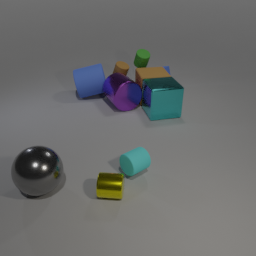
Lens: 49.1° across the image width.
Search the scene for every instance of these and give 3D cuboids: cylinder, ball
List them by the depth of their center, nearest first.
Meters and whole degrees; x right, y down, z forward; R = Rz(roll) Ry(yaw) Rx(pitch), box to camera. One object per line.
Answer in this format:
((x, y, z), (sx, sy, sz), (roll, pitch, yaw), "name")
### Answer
((-0.480, 1.604, 7.829), (0.700, 0.700, 0.700), (3, 30, 5), "cylinder")
((-2.528, 1.190, 7.859), (1.400, 1.400, 1.400), (0, 30, 0), "ball")
((0.214, 1.009, 8.517), (0.700, 0.700, 0.700), (-22, 36, -35), "cylinder")
((-0.269, -1.670, 12.833), (1.400, 1.400, 1.400), (-13, 33, -21), "cylinder")
((-1.812, -2.305, 13.682), (1.400, 1.400, 1.400), (-14, 31, 0), "cylinder")
((0.690, -3.433, 13.913), (0.700, 0.700, 0.700), (7, 54, -10), "cylinder")
((-0.361, -2.869, 14.035), (0.700, 0.700, 0.700), (14, 41, -12), "cylinder")

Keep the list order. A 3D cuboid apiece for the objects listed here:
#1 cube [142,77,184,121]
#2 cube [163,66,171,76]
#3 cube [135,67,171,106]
((1.472, -1.305, 12.197), (1.400, 1.400, 1.400), (-7, 31, -11), "cube")
((1.888, -3.048, 15.758), (0.700, 0.700, 0.700), (-26, 21, -37), "cube")
((1.155, -2.031, 13.446), (1.400, 1.400, 1.400), (-5, 31, -9), "cube")
